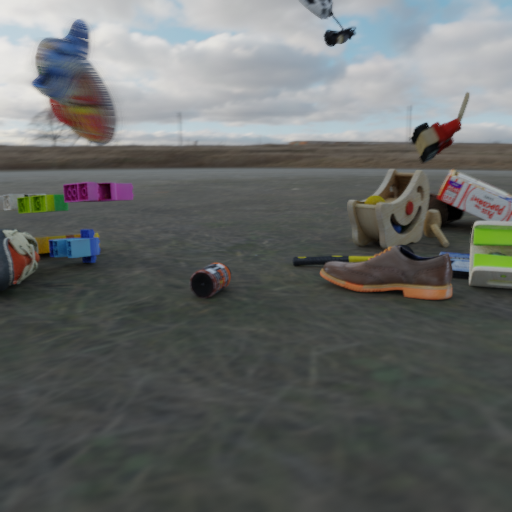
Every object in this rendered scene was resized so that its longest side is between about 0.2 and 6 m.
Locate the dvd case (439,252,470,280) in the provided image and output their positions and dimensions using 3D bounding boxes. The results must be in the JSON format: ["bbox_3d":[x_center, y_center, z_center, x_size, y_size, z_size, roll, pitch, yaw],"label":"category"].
[{"bbox_3d":[3.642,0.176,9.550,1.131,0.139,1.586,6,13,23],"label":"dvd case"}]

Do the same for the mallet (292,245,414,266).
[{"bbox_3d":[1.705,0.048,9.713,2.083,0.429,0.686,0,11,20],"label":"mallet"}]

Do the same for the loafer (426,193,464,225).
[{"bbox_3d":[4.460,-1.233,14.419,2.646,0.966,0.939,-9,15,-40],"label":"loafer"}]

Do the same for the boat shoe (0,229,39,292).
[{"bbox_3d":[-3.759,0.022,8.615,0.792,0.901,2.530,-2,7,-22],"label":"boat shoe"}]

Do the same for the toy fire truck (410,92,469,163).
[{"bbox_3d":[3.436,-2.326,10.194,1.146,0.737,1.008,-25,-6,9],"label":"toy fire truck"}]

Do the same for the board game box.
[{"bbox_3d":[5.801,-1.428,14.245,2.160,0.660,2.852,27,19,14],"label":"board game box"}]

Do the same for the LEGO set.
[{"bbox_3d":[-3.480,-0.592,10.590,3.594,1.371,1.475,2,6,41],"label":"LEGO set"}]

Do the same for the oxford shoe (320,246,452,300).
[{"bbox_3d":[1.869,0.166,8.153,1.915,0.698,0.683,5,12,23],"label":"oxford shoe"}]

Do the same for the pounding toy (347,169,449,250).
[{"bbox_3d":[3.277,-1.004,11.807,1.567,1.562,2.732,10,15,41],"label":"pounding toy"}]

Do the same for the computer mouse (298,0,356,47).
[{"bbox_3d":[0.869,-3.624,8.068,0.302,1.377,0.755,-28,14,45],"label":"computer mouse"}]

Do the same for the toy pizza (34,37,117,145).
[{"bbox_3d":[-3.263,-2.823,9.903,2.015,2.015,0.319,10,43,42],"label":"toy pizza"}]

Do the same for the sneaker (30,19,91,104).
[{"bbox_3d":[-3.074,-3.093,8.834,0.574,1.396,0.516,9,29,-49],"label":"sneaker"}]

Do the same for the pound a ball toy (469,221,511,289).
[{"bbox_3d":[4.288,-0.156,8.222,2.117,1.380,0.899,3,-24,17],"label":"pound a ball toy"}]

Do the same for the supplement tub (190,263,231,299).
[{"bbox_3d":[-0.627,0.330,8.088,0.414,0.414,0.774,4,13,18],"label":"supplement tub"}]
